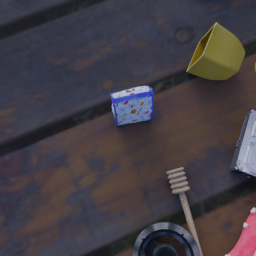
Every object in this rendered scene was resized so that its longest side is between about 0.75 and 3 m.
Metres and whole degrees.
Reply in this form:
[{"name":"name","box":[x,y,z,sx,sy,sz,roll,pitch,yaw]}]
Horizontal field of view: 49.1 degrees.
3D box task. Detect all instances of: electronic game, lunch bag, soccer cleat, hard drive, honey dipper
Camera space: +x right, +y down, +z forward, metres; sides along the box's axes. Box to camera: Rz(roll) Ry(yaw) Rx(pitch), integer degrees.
[{"name":"electronic game","box":[0.928,3.157,6.842,1.650,0.343,1.650,-2,78,9]},{"name":"lunch bag","box":[0.107,-0.632,7.341,1.081,1.271,0.787,-13,77,-2]},{"name":"soccer cleat","box":[3.224,2.872,6.767,2.830,0.944,1.082,-45,114,-17]},{"name":"hard drive","box":[4.200,0.739,7.413,2.538,0.480,1.773,21,76,6]},{"name":"honey dipper","box":[1.552,2.278,7.076,0.482,0.482,2.537,-15,80,-4]}]

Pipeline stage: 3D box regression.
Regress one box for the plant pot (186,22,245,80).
[{"name":"plant pot","box":[2.519,-1.963,7.815,1.156,1.130,1.123,26,77,-5]}]
